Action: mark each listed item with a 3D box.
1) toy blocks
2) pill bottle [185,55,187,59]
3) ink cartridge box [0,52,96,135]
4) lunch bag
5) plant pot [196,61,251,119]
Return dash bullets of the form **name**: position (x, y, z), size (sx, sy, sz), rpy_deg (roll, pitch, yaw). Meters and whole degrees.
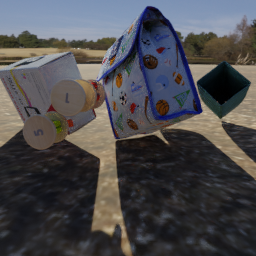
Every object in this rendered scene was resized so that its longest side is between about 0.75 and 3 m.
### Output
- **toy blocks**: position (-1.259, -0.395, 6.322), size (0.724, 1.661, 1.993), rpy_deg (44, 15, 2)
- **pill bottle**: position (1.309, -1.294, 8.759), size (1.184, 2.125, 1.184), rpy_deg (-3, 49, 3)
- **ink cartridge box**: position (-2.403, -0.997, 8.123), size (2.674, 1.948, 1.107), rpy_deg (8, 36, 45)
- **lunch bag**: position (0.310, -1.294, 7.229), size (1.703, 2.750, 2.338), rpy_deg (-9, -8, -30)
- **plant pot**: position (3.131, -1.090, 9.354), size (1.175, 1.663, 1.175), rpy_deg (-37, 63, -2)
